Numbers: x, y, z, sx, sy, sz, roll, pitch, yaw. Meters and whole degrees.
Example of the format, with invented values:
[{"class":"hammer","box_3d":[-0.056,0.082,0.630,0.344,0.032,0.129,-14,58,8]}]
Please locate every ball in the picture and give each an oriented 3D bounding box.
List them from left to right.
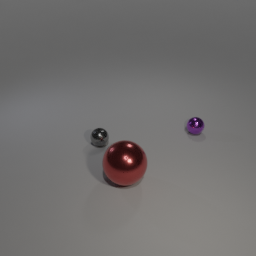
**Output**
[{"class":"ball","box_3d":[-1.068,0.339,10.546,0.700,0.700,0.700,0,32,0]},{"class":"ball","box_3d":[-0.094,1.079,8.700,1.400,1.400,1.400,0,32,0]},{"class":"ball","box_3d":[2.704,-0.092,11.217,0.700,0.700,0.700,0,32,0]}]
